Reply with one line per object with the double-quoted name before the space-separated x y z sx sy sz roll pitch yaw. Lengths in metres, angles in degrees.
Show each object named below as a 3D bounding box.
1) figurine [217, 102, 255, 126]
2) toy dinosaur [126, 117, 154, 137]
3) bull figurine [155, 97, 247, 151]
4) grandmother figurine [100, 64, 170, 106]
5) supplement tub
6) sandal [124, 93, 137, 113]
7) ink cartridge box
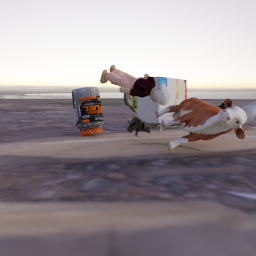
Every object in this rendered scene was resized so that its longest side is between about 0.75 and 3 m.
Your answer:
"figurine" 2.930 -0.290 8.156 1.622 0.716 1.663 -15 11 -34
"toy dinosaur" 0.177 -0.081 6.219 0.328 0.436 0.853 29 -8 45
"bull figurine" 1.284 -0.146 5.395 1.336 0.717 2.201 -14 10 1
"grandmother figurine" 0.199 -0.848 5.581 1.473 0.446 0.893 28 56 26
"supplement tub" -0.980 -0.417 6.883 0.688 1.124 0.688 -8 1 0
"sandal" 0.363 -1.198 12.569 0.586 0.816 2.055 -12 -10 18
"ink cartridge box" 1.300 -0.943 9.323 0.822 1.420 2.444 4 8 36
